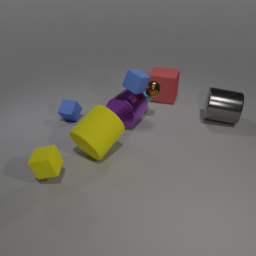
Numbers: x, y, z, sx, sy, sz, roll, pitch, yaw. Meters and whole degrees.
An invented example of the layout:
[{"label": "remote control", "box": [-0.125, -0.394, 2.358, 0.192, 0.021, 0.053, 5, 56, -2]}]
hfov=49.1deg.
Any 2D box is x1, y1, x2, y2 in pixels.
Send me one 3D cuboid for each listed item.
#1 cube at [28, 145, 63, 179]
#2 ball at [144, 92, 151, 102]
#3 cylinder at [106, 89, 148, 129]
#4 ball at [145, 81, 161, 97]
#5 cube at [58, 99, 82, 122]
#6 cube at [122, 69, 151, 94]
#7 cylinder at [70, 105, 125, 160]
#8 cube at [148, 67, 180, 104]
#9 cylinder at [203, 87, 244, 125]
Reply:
[{"label": "cube", "box": [-2.493, 1.039, 8.553, 0.700, 0.700, 0.700, -11, 34, 11]}, {"label": "ball", "box": [0.744, -1.479, 13.165, 0.700, 0.700, 0.700, 0, 29, 0]}, {"label": "cylinder", "box": [-0.035, -0.877, 12.103, 1.400, 1.400, 1.400, 13, 32, 23]}, {"label": "ball", "box": [1.058, -1.661, 11.979, 0.700, 0.700, 0.700, 0, 29, 0]}, {"label": "cube", "box": [-2.560, -0.780, 12.390, 0.700, 0.700, 0.700, 11, 69, 19]}, {"label": "cube", "box": [0.325, -1.811, 10.880, 0.700, 0.700, 0.700, 37, 30, 24]}, {"label": "cylinder", "box": [-1.068, 0.147, 9.826, 1.400, 1.400, 1.400, 24, 63, 36]}, {"label": "cube", "box": [1.824, -2.220, 14.410, 1.400, 1.400, 1.400, 9, 31, 15]}, {"label": "cylinder", "box": [4.103, -0.957, 12.122, 1.400, 1.400, 1.400, 12, 31, 9]}]
